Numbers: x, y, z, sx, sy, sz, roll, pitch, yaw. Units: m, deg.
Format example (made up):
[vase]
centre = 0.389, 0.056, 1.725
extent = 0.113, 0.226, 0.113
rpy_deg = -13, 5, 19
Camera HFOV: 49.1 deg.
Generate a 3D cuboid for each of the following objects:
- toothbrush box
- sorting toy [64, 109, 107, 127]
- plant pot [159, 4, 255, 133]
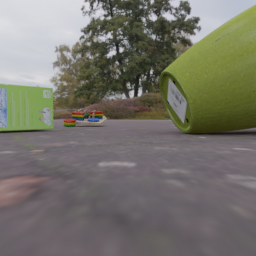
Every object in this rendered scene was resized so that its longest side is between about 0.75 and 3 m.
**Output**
[toothbrush box]
centre = -3.230, -0.444, 6.361
extent = 1.799, 1.063, 2.470
rpy_deg = 2, 4, 41
[sorting toy]
centre = -1.486, -0.434, 10.650
extent = 1.205, 0.423, 2.499
rpy_deg = 4, 11, 7
[plant pot]
centre = 2.137, -1.008, 5.618
extent = 2.769, 2.591, 2.591
rpy_deg = -21, 6, -10
